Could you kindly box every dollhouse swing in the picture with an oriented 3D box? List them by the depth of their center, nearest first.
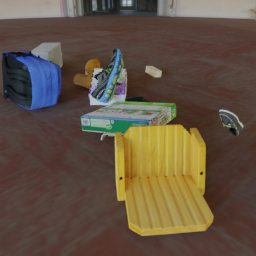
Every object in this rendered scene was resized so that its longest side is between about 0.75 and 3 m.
[{"bbox_3d":[0.842,1.064,6.545,2.185,1.986,1.921,-2,10,-5],"label":"dollhouse swing"}]

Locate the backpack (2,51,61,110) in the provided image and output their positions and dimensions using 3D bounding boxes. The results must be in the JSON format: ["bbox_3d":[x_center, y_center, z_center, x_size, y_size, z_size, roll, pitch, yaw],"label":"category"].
[{"bbox_3d":[-3.988,-2.125,12.059,2.281,2.209,2.719,-18,32,-36],"label":"backpack"}]

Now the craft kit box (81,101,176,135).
[{"bbox_3d":[0.096,-0.410,9.840,2.532,0.614,2.501,5,22,28],"label":"craft kit box"}]

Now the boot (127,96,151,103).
[{"bbox_3d":[0.551,-1.037,12.031,0.864,0.344,1.049,-16,36,-24],"label":"boot"}]

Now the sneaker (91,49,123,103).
[{"bbox_3d":[-0.853,-2.222,11.438,1.017,0.870,2.455,14,75,16],"label":"sneaker"}]

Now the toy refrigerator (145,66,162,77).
[{"bbox_3d":[1.460,-3.239,16.129,0.434,0.400,1.142,-5,28,-25],"label":"toy refrigerator"}]

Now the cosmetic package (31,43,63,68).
[{"bbox_3d":[-4.732,-3.990,16.363,1.274,1.509,2.826,0,26,-1],"label":"cosmetic package"}]

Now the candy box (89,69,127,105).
[{"bbox_3d":[-0.858,-1.876,12.621,1.567,0.668,1.868,0,47,2],"label":"candy box"}]

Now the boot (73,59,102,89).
[{"bbox_3d":[-1.350,-2.730,14.701,2.061,1.013,2.879,13,34,12],"label":"boot"}]

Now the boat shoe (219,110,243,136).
[{"bbox_3d":[3.028,-0.140,8.279,1.238,0.373,0.442,32,-10,-39],"label":"boat shoe"}]

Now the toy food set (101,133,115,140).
[{"bbox_3d":[-0.133,0.219,9.549,1.379,0.417,0.989,1,20,17],"label":"toy food set"}]
